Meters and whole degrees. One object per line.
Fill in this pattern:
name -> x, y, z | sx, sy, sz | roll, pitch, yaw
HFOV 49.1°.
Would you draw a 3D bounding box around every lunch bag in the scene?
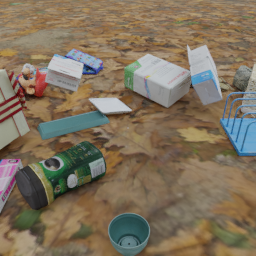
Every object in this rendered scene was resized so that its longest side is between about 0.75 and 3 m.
lunch bag -> 5.696, -2.386, 13.442 | 0.821, 0.989, 1.179 | -7, 33, -11
lunch bag -> -2.341, -3.599, 15.577 | 2.006, 0.944, 1.510 | 12, 31, 2

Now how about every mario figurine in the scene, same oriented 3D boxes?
mario figurine -> -4.996, -2.137, 12.406 | 2.930, 1.553, 1.809 | -11, 78, -5

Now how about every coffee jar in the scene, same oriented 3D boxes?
coffee jar -> -1.826, 1.264, 7.731 | 2.305, 0.984, 1.202 | -23, 37, -32

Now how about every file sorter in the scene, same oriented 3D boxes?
file sorter -> 4.369, -0.216, 9.749 | 1.509, 1.334, 2.174 | 0, 32, -1

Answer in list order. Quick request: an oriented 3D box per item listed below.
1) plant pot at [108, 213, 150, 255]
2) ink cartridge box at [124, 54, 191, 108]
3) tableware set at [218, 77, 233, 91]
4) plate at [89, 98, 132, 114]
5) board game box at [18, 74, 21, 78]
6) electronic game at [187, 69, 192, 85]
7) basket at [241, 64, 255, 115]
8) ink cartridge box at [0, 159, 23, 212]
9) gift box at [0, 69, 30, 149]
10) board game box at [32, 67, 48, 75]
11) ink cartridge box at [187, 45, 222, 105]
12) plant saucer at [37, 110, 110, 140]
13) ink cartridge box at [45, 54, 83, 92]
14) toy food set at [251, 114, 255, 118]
plant pot -> 0.026, 2.453, 6.243 | 0.907, 0.608, 0.907 | -1, 33, 0
ink cartridge box -> 1.336, -2.173, 12.574 | 2.504, 1.095, 1.819 | 29, 48, 29
tableware set -> 4.461, -2.159, 13.759 | 0.888, 0.269, 1.343 | 6, 35, -17
plate -> -0.758, -0.889, 11.624 | 1.383, 0.224, 1.380 | -6, 31, -33
board game box -> -4.765, -2.245, 13.704 | 1.498, 0.242, 0.899 | 4, 49, 6
electronic game -> 3.362, -2.532, 14.240 | 1.760, 0.366, 1.760 | 6, 34, -4
basket -> 5.911, -1.538, 11.582 | 2.000, 1.609, 1.982 | 12, 36, 22
ink cartridge box -> -3.794, 1.719, 7.575 | 1.114, 0.436, 2.353 | -2, 35, 3
gift box -> -4.894, -0.673, 8.923 | 2.568, 2.783, 2.599 | 11, 35, 26
board game box -> -4.443, -2.817, 14.757 | 0.983, 0.305, 1.301 | -18, 37, -26
ink cartridge box -> 3.041, -2.282, 11.200 | 0.785, 1.364, 2.355 | -18, 51, 26
plant saucer -> -2.066, -0.189, 10.728 | 2.640, 0.250, 0.923 | -14, 36, -23
ink cartridge box -> -2.037, -1.750, 9.025 | 1.034, 0.610, 1.797 | 16, 24, -14
toy food set -> 5.306, -0.485, 10.973 | 0.824, 0.269, 0.485 | 18, 21, 5
